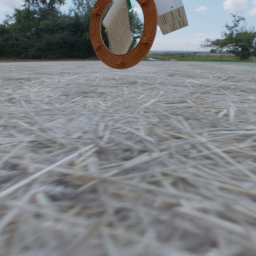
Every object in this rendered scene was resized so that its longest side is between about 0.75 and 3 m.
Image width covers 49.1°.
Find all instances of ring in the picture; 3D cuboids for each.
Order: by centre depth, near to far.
[{"bbox_3d":[-0.210,-2.529,6.924,2.125,2.125,0.204,12,14,35],"label":"ring"}]

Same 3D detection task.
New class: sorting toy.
[{"bbox_3d":[-0.244,-3.816,10.301,0.379,1.902,2.573,10,59,20],"label":"sorting toy"}]

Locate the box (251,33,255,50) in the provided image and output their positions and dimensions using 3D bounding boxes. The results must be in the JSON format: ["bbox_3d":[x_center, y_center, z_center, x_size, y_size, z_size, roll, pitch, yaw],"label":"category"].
[{"bbox_3d":[3.997,-2.601,7.687,0.302,1.270,1.227,-5,40,-12],"label":"box"}]

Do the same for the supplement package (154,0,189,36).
[{"bbox_3d":[0.948,-3.236,7.043,0.730,1.316,1.025,-18,-12,16],"label":"supplement package"}]
